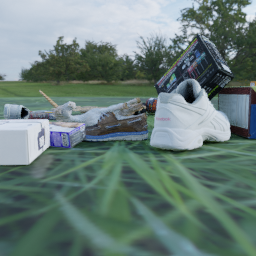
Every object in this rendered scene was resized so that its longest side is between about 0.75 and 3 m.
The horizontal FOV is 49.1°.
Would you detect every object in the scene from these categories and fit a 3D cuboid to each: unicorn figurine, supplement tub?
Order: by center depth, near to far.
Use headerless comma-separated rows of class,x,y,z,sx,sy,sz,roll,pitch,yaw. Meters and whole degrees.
unicorn figurine,-0.736,-0.372,8.041,2.012,1.082,2.929,-7,-11,29
supplement tub,1.558,-0.986,12.843,1.469,0.785,0.785,6,10,42

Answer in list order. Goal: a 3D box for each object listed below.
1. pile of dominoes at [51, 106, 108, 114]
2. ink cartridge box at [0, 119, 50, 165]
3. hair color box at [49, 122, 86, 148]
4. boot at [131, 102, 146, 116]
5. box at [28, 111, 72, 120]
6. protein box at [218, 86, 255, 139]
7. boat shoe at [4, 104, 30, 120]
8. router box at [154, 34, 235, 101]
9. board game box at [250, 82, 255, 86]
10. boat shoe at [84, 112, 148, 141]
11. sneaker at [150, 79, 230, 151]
pile of dominoes,-1.950,-0.703,12.254,1.841,0.376,2.362,4,9,18
ink cartridge box,-1.994,0.198,4.817,0.990,0.576,1.367,0,8,-3
hair color box,-1.550,0.120,5.885,1.172,0.380,0.640,4,18,20
boot,0.160,-0.831,12.579,1.265,0.571,1.544,0,12,1
box,-3.150,-0.526,11.214,1.471,0.293,1.007,2,8,16
protein box,3.529,-0.468,7.284,1.793,1.218,1.806,-1,8,-6
boat shoe,-3.676,-0.468,9.472,0.628,0.615,1.764,7,-2,-9
router box,1.708,-1.275,7.700,0.641,2.063,1.546,16,43,-31
board game box,5.175,-0.870,9.467,1.434,1.435,1.433,-2,8,-13
boat shoe,-0.417,-0.051,6.425,1.756,0.636,0.634,-1,8,-9
sneaker,1.487,-0.346,5.925,1.059,1.350,2.718,6,9,36
